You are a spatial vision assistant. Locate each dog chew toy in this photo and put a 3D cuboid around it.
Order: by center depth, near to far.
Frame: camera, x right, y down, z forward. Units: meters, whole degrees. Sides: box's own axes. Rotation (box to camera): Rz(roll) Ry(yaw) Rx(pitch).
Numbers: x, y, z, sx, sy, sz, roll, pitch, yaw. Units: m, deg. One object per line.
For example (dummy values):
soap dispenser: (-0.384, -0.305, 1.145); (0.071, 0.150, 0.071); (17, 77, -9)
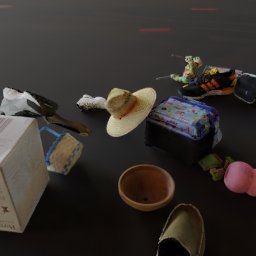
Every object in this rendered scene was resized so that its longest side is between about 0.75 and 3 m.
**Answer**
dog chew toy: (3.762, 1.622, 8.500); (1.536, 0.957, 0.957); (18, 38, 12)

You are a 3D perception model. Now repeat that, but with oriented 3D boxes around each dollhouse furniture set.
dollhouse furniture set: (2.920, 1.129, 9.438); (0.747, 0.572, 1.141); (-12, 36, -17)

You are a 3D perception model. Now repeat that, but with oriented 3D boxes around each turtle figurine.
turtle figurine: (2.973, -3.251, 14.914); (2.145, 1.543, 2.079); (22, 36, 22)

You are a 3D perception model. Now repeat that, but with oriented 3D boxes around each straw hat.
straw hat: (-0.257, -0.870, 9.978); (2.424, 1.026, 2.424); (-36, 28, 22)

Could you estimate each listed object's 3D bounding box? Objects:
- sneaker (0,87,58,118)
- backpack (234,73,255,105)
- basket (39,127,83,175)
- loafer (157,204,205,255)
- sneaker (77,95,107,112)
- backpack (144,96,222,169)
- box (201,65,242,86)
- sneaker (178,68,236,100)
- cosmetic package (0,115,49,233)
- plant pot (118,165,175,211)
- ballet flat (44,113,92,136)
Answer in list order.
sneaker: (-3.140, -0.563, 8.736); (2.802, 1.111, 1.036); (12, -10, 45)
backpack: (5.780, -1.862, 13.150); (1.100, 1.297, 1.461); (5, 23, -35)
basket: (-2.486, 0.727, 9.370); (1.664, 1.157, 1.467); (32, 38, -1)
loafer: (1.256, 2.844, 6.582); (1.097, 1.016, 2.916); (11, 36, 15)
sneaker: (-1.631, -0.968, 12.580); (1.597, 0.603, 0.919); (13, 45, 31)
backpack: (2.208, -0.149, 10.229); (2.442, 1.799, 2.675); (27, 41, 35)
box: (5.041, -2.759, 15.105); (1.957, 0.473, 1.550); (15, 38, 19)
sneaker: (3.859, -2.269, 13.641); (2.979, 1.340, 1.042); (-8, 36, -12)
cosmetic package: (-3.635, 1.176, 7.692); (2.065, 2.468, 2.053); (4, 35, 6)
plant pot: (0.537, 1.881, 8.212); (1.614, 0.745, 1.614); (-1, 34, 0)
ballet flat: (-2.173, -0.067, 10.088); (1.810, 0.610, 0.419); (26, 58, -20)
